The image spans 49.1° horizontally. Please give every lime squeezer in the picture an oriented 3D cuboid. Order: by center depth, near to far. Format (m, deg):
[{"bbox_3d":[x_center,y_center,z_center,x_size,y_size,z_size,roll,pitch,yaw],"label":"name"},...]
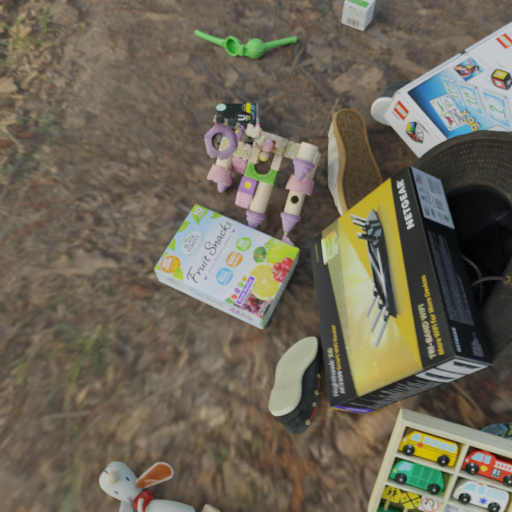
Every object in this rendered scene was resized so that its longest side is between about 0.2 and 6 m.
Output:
[{"bbox_3d":[-0.288,-4.822,12.606,2.357,0.445,0.832,5,62,3],"label":"lime squeezer"}]

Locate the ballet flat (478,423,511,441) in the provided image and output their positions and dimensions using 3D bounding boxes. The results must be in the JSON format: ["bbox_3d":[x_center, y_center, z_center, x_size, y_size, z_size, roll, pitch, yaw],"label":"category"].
[{"bbox_3d":[4.597,2.842,8.158,2.826,1.049,1.049,-11,62,-2],"label":"ballet flat"}]

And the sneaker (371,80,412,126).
[{"bbox_3d":[3.485,-2.934,11.412,2.198,0.777,1.090,22,51,2],"label":"sneaker"}]

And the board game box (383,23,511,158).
[{"bbox_3d":[5.171,-1.601,10.100,3.230,0.886,5.117,-33,78,-17],"label":"board game box"}]

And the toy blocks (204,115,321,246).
[{"bbox_3d":[0.028,-1.287,9.940,1.950,2.086,1.756,19,99,3],"label":"toy blocks"}]

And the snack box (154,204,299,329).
[{"bbox_3d":[-0.491,0.165,9.848,2.097,0.556,1.492,24,65,12],"label":"snack box"}]

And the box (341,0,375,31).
[{"bbox_3d":[2.366,-5.669,12.957,0.586,0.589,0.505,27,63,15],"label":"box"}]

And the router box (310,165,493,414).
[{"bbox_3d":[1.973,0.557,8.504,0.799,2.405,3.059,16,53,-29],"label":"router box"}]

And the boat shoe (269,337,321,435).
[{"bbox_3d":[0.674,1.957,8.681,0.667,0.571,1.823,-23,21,27],"label":"boat shoe"}]

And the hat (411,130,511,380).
[{"bbox_3d":[3.459,0.114,8.721,1.580,3.917,3.917,18,59,-26],"label":"hat"}]

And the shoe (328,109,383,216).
[{"bbox_3d":[1.853,-1.596,10.790,0.907,0.692,2.593,4,66,-12],"label":"shoe"}]

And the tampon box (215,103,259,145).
[{"bbox_3d":[-0.369,-2.674,11.376,0.882,0.557,0.661,-1,62,0],"label":"tampon box"}]

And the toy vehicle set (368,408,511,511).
[{"bbox_3d":[3.081,3.292,7.728,2.695,0.357,1.674,15,105,8],"label":"toy vehicle set"}]

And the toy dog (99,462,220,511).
[{"bbox_3d":[-1.346,3.624,7.760,2.087,1.005,1.376,11,62,6],"label":"toy dog"}]
